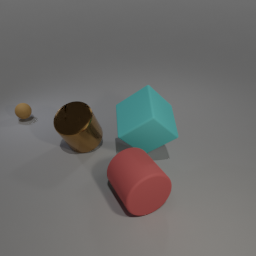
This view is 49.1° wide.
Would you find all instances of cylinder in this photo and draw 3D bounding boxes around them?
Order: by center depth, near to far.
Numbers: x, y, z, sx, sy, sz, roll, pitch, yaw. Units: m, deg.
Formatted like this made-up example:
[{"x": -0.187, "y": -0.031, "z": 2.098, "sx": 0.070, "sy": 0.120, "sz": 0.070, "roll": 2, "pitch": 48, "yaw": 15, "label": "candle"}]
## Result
[{"x": 0.290, "y": 1.491, "z": 7.972, "sx": 1.400, "sy": 1.400, "sz": 1.400, "roll": -14, "pitch": 33, "yaw": -22, "label": "cylinder"}, {"x": -1.758, "y": -0.012, "z": 10.094, "sx": 1.400, "sy": 1.400, "sz": 1.400, "roll": -6, "pitch": 59, "yaw": 10, "label": "cylinder"}]

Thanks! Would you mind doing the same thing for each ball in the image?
[{"x": -4.587, "y": -0.746, "z": 12.258, "sx": 0.700, "sy": 0.700, "sz": 0.700, "roll": 0, "pitch": 31, "yaw": 0, "label": "ball"}]

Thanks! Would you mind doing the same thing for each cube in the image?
[{"x": 0.592, "y": -0.237, "z": 9.120, "sx": 1.400, "sy": 1.400, "sz": 1.400, "roll": -30, "pitch": 46, "yaw": 28, "label": "cube"}]
